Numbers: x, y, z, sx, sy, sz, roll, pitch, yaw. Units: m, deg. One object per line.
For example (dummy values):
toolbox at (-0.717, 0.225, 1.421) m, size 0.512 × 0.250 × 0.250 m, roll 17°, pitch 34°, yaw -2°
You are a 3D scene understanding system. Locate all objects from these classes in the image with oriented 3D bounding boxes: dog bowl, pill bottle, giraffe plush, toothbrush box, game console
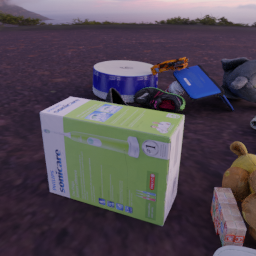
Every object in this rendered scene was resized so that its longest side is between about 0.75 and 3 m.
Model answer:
dog bowl at (-0.111, -2.019, 11.710) m, size 2.708 × 1.067 × 2.708 m, roll 2°, pitch 25°, yaw -1°
pill bottle at (1.845, -1.471, 10.755) m, size 0.572 × 0.572 × 1.013 m, roll -5°, pitch -6°, yaw -10°
giraffe plush at (2.400, 0.974, 5.027) m, size 1.911 × 1.649 × 1.549 m, roll -4°, pitch 16°, yaw -28°
toothbrush box at (-0.301, 0.541, 5.401) m, size 2.481 × 1.807 × 1.068 m, roll 9°, pitch 26°, yaw 20°
game console at (2.727, -1.350, 10.232) m, size 1.656 × 1.148 × 1.940 m, roll -14°, pitch 41°, yaw -6°

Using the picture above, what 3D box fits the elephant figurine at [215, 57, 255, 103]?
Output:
elephant figurine at (4.362, -1.848, 11.024) m, size 2.051 × 2.249 × 2.899 m, roll -51°, pitch 25°, yaw -4°

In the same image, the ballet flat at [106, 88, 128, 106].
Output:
ballet flat at (-0.260, -0.684, 9.305) m, size 0.681 × 0.582 × 2.049 m, roll -14°, pitch 37°, yaw -24°

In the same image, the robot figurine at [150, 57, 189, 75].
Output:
robot figurine at (1.590, -2.308, 10.395) m, size 1.384 × 0.403 × 1.004 m, roll -6°, pitch 18°, yaw 29°

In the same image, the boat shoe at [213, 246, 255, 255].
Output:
boat shoe at (2.117, 2.164, 3.537) m, size 2.101 × 0.765 × 0.649 m, roll 12°, pitch -17°, yaw 38°

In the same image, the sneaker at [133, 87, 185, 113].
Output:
sneaker at (1.038, -0.989, 10.013) m, size 1.951 × 0.749 × 0.817 m, roll 11°, pitch 23°, yaw 26°

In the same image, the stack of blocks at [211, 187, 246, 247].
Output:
stack of blocks at (1.658, 1.536, 4.714) m, size 0.291 × 0.572 × 0.993 m, roll 2°, pitch 25°, yaw 5°

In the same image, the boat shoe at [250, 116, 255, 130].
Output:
boat shoe at (4.539, 0.044, 7.983) m, size 0.650 × 0.754 × 2.095 m, roll -32°, pitch 28°, yaw -23°
